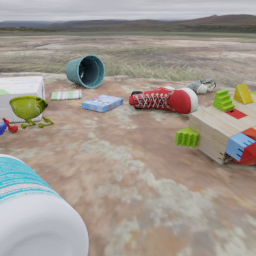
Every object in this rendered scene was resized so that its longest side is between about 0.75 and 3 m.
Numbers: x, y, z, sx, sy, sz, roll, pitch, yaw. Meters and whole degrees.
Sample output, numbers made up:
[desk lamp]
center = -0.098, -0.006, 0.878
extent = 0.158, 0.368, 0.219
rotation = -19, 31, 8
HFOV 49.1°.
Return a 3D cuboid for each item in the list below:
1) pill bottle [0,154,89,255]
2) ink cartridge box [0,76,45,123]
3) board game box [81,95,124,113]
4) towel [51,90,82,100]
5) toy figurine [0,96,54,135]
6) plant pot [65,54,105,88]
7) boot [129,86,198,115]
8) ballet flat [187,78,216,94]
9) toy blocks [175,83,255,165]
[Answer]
[pill bottle]
center = -1.413, 0.983, 3.155
extent = 1.156, 1.156, 2.088
rotation = -16, 22, -34
[ink cartridge box]
center = -3.321, -0.984, 8.453
extent = 1.476, 0.848, 2.520
rotation = -5, 23, -11
[board game box]
center = -0.784, -0.789, 8.838
extent = 0.841, 0.203, 1.112
rotation = 13, 26, 29
[towel]
center = -2.149, -1.159, 9.806
extent = 1.036, 0.159, 0.773
rotation = -4, 22, -10
[toy figurine]
center = -2.977, 0.145, 6.097
extent = 2.408, 1.270, 1.443
rotation = -1, 51, 5
[plant pot]
center = -1.806, -2.269, 11.256
extent = 1.291, 1.291, 1.264
rotation = -19, 20, -38
[boot]
center = 0.903, -0.749, 8.085
extent = 1.542, 0.774, 2.137
rotation = -8, 16, -19
[ballet flat]
center = 2.776, -1.509, 10.272
extent = 1.466, 0.527, 0.527
rotation = -20, 30, -38
[toy blocks]
center = 2.502, 0.125, 5.597
extent = 2.562, 1.280, 1.751
rotation = -18, 39, -29
